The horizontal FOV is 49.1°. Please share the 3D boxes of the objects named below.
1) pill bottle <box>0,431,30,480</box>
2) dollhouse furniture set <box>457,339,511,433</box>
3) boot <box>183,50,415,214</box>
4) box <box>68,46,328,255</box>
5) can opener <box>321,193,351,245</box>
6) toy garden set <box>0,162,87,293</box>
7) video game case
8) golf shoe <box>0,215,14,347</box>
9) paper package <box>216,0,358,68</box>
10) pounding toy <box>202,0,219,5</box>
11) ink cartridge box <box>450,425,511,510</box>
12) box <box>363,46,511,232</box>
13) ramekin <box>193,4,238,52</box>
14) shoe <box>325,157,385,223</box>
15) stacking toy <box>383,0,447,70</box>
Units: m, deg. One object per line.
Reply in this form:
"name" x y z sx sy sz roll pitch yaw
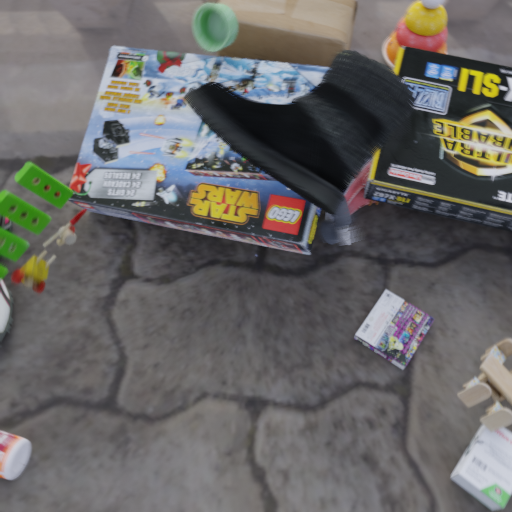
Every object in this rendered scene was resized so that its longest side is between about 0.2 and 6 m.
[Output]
"pill bottle" -4.093 2.946 8.519 1.111 0.609 0.609 14 62 8
"dollhouse furniture set" 4.115 2.109 8.538 1.470 0.956 1.350 49 46 10
"boot" 0.654 -2.304 8.536 3.007 1.131 2.248 33 92 -6
"box" -0.902 -1.991 10.137 4.562 0.910 3.123 12 81 17
"can opener" 1.356 -0.662 9.850 0.548 1.640 0.437 -25 57 4
"toy garden set" -3.433 -0.341 8.411 1.852 1.544 0.370 -50 53 0
"video game case" 2.388 1.257 9.689 0.982 0.194 1.083 32 66 16
"golf shoe" -5.005 0.199 9.616 1.234 1.408 3.197 -10 63 -7
"paper package" 0.550 -4.003 11.300 2.556 2.436 1.322 12 60 7
"pounding toy" -0.213 -6.262 13.390 1.888 1.342 1.738 4 60 14
"ink cartridge box" 3.580 3.161 8.495 0.753 0.434 1.032 36 66 18
"box" 4.031 -2.067 10.176 3.602 0.889 2.876 14 73 7
"ramekin" -0.684 -3.948 9.649 0.760 0.760 0.371 33 40 17
"shoe" 2.273 -1.306 10.764 1.004 0.788 2.206 30 61 20
"stacking toy" 3.645 -5.033 12.141 1.458 1.996 1.458 0 60 0
